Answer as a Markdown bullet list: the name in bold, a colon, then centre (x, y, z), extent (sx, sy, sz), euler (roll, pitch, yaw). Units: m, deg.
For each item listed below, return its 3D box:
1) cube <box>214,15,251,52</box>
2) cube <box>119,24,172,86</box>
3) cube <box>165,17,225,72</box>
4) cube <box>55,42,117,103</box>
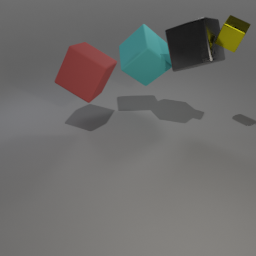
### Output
- **cube**: centre (3.220, -2.908, 8.649), extent (0.700, 0.700, 0.700), euler (30, 53, 11)
- **cube**: centre (0.648, -2.765, 10.783), extent (1.400, 1.400, 1.400), euler (26, 44, -37)
- **cube**: centre (2.282, -2.785, 9.447), extent (1.400, 1.400, 1.400), euler (-7, 11, 37)
- **cube**: centre (-1.433, -1.964, 9.743), extent (1.400, 1.400, 1.400), euler (31, 25, 0)
